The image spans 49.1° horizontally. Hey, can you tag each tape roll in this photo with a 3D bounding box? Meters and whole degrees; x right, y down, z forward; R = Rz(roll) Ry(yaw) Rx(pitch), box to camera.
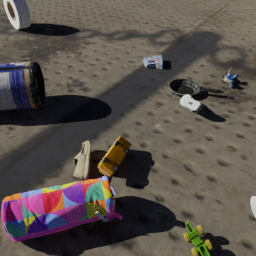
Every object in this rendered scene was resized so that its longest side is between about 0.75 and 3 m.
[{"bbox_3d":[-6.338,-6.725,15.975,0.710,2.031,2.031,-28,48,-29],"label":"tape roll"}]

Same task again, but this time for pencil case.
[{"bbox_3d":[-1.494,1.848,6.462,2.580,1.140,1.140,-10,41,-10],"label":"pencil case"}]

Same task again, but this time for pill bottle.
[{"bbox_3d":[-4.564,-1.415,9.886,2.960,1.655,1.655,-6,40,-7],"label":"pill bottle"}]

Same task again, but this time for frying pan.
[{"bbox_3d":[2.636,-1.604,11.166,2.020,0.329,1.222,-2,41,-6],"label":"frying pan"}]

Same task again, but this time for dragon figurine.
[{"bbox_3d":[4.311,-2.089,11.711,0.605,0.358,1.216,24,46,26],"label":"dragon figurine"}]

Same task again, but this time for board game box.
[{"bbox_3d":[1.233,-3.016,12.877,0.919,0.283,0.918,-7,40,-8],"label":"board game box"}]

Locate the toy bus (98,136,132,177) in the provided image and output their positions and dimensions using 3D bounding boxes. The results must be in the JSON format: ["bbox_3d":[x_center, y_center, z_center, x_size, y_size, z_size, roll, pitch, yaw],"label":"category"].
[{"bbox_3d":[-0.392,0.814,7.944,0.463,0.557,1.422,38,42,-3],"label":"toy bus"}]

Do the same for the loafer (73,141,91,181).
[{"bbox_3d":[-1.304,0.889,8.022,0.469,0.519,1.373,2,40,-7],"label":"loafer"}]

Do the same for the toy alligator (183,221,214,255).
[{"bbox_3d":[1.638,2.670,6.070,0.453,0.328,1.366,-31,52,5],"label":"toy alligator"}]

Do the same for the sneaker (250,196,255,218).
[{"bbox_3d":[3.424,2.092,6.736,0.591,0.377,1.022,-6,50,-10],"label":"sneaker"}]

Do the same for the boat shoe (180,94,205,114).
[{"bbox_3d":[2.330,-0.821,10.151,0.470,0.423,1.329,-50,27,9],"label":"boat shoe"}]
